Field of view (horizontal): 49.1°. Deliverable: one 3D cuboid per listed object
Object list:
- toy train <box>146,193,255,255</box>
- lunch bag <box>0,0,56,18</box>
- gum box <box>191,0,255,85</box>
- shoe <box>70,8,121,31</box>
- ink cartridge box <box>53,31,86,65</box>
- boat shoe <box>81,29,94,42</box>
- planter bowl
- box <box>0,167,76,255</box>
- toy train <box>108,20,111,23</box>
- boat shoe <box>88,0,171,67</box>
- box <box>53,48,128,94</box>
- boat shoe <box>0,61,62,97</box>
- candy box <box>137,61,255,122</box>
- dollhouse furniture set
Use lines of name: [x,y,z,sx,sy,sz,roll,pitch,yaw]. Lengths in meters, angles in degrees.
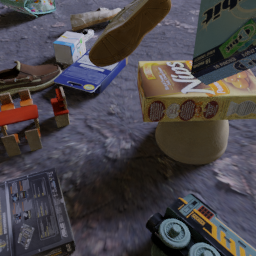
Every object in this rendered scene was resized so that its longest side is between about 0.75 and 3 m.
toy train: [1.385,2.101,4.641,1.299,0.972,2.280,-26,48,-37]
lunch bag: [-4.560,-5.840,12.817,1.660,1.188,1.948,24,43,22]
gum box: [2.059,-2.059,4.693,0.506,1.928,2.270,27,64,-30]
shoe: [-1.316,-4.762,11.866,2.421,0.646,0.847,-26,24,-21]
ink cartridge box: [-2.059,-2.856,9.970,0.723,0.727,0.991,14,46,15]
boat shoe: [-1.679,-3.781,11.240,0.363,0.332,1.009,19,47,19]
planter bowl: [1.620,-0.193,6.808,1.813,1.220,1.813,0,44,0]
box: [-1.878,1.700,5.369,1.391,0.425,1.757,-15,46,-16]
toy train: [-0.441,-4.432,12.037,1.006,0.210,0.284,33,43,30]
boat shoe: [-0.041,-2.416,6.763,2.319,0.821,0.804,-37,46,12]
box: [-1.163,-1.830,9.126,1.457,0.390,2.405,17,45,18]
boat shoe: [-3.186,-1.595,8.518,2.400,0.888,0.886,-26,49,-25]
candy box: [1.486,-0.847,6.106,2.472,0.684,1.427,-1,43,-4]
dollhouse furniture set: [-2.478,-0.400,7.222,1.794,0.934,1.813,-14,45,-15]
